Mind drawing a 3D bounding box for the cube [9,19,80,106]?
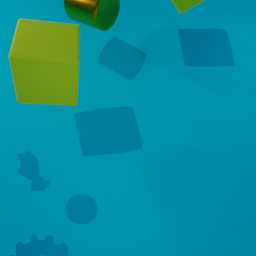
[{"bbox_3d":[-1.749,-1.422,6.190,1.310,1.310,1.310,2,52,-11],"label":"cube"}]

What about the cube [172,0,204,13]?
[{"bbox_3d":[1.558,-4.061,7.111,1.299,1.299,1.299,-22,50,29],"label":"cube"}]

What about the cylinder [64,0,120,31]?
[{"bbox_3d":[-0.959,-3.333,7.574,1.105,1.105,1.105,26,77,22],"label":"cylinder"}]
